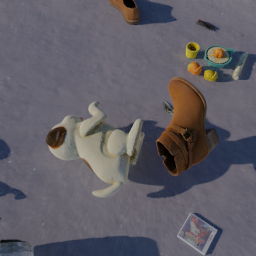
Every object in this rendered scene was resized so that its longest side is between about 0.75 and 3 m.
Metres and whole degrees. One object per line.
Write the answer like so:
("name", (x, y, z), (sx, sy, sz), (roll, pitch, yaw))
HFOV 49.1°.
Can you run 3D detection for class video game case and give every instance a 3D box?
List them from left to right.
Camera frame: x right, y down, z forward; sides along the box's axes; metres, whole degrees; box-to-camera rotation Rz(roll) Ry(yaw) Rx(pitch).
("video game case", (2.116, 3.205, 8.532), (0.937, 0.108, 0.854), (31, 65, 16))

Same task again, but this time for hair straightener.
("hair straightener", (3.559, -4.648, 12.856), (0.964, 0.197, 0.371), (33, 67, 12))

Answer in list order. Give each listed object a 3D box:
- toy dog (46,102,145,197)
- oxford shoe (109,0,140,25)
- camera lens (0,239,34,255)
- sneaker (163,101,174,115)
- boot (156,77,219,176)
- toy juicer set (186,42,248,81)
("toy dog", (-1.153, 0.594, 9.162), (2.894, 2.020, 2.806), (17, 83, 11))
("oxford shoe", (-0.204, -6.088, 13.203), (0.961, 0.961, 2.695), (-27, 63, -13))
("camera lens", (-3.271, 4.066, 7.145), (1.689, 1.689, 2.112), (-10, 61, -6))
("sneaker", (1.706, -0.719, 10.621), (0.898, 0.349, 0.388), (43, 57, 13))
("boot", (1.479, -0.071, 8.446), (2.067, 1.021, 2.663), (-30, 100, -31))
("toy juicer set", (3.705, -2.711, 11.446), (2.686, 0.731, 1.709), (6, 61, 3))
